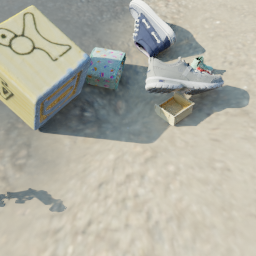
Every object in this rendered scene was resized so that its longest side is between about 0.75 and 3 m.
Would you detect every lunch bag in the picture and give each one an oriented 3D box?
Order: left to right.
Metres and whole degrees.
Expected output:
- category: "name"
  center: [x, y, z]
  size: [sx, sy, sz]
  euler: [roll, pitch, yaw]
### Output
- category: "lunch bag"
  center: [-0.685, -1.940, 8.796]
  size: [1.060, 0.759, 1.245]
  euler: [12, 66, 8]

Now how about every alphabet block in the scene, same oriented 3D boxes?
- category: "alphabet block"
  center: [-2.437, -1.479, 7.289]
  size: [2.010, 1.974, 1.963]
  euler: [43, 61, 1]

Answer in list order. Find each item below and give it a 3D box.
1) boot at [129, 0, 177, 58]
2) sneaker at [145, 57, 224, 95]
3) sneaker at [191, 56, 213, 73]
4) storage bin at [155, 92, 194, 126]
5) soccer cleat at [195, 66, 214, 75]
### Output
- category: "boot"
  center: [0.503, -3.563, 9.965]
  size: [1.146, 0.923, 2.537]
  euler: [-36, 60, -4]
- category: "sneaker"
  center: [1.680, -1.523, 7.922]
  size: [2.520, 0.942, 1.033]
  euler: [-1, 85, -26]
- category: "sneaker"
  center: [2.463, -2.055, 9.050]
  size: [0.876, 0.517, 0.322]
  euler: [-5, 46, -22]
- category: "storage bin"
  center: [1.303, -0.575, 7.995]
  size: [0.806, 0.378, 0.800]
  euler: [-33, 52, -23]
- category: "soccer cleat"
  center: [2.423, -1.655, 8.856]
  size: [0.852, 0.363, 0.292]
  euler: [15, 33, -31]
